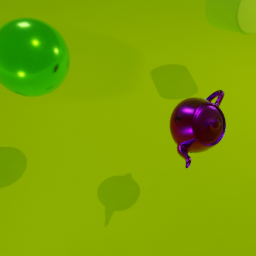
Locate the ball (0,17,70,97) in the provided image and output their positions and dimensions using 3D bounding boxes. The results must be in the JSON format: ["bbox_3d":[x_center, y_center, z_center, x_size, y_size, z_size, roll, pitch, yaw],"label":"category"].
[{"bbox_3d":[-1.670,-1.195,4.823,1.321,1.321,1.321,0,56,0],"label":"ball"}]

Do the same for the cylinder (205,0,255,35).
[{"bbox_3d":[2.965,-3.268,7.571,1.246,1.246,1.246,-24,35,-15],"label":"cylinder"}]

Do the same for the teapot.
[{"bbox_3d":[1.265,-0.010,4.970,1.027,0.809,1.652,38,73,-20],"label":"teapot"}]
